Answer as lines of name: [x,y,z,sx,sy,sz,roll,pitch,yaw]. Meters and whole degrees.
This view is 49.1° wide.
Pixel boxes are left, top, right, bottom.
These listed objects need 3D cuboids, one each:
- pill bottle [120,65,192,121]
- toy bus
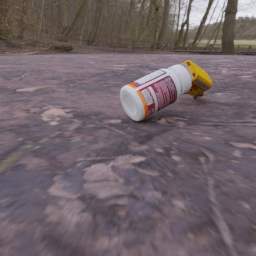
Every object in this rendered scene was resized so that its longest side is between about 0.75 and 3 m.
pill bottle: [0.792,-1.017,7.745,1.865,1.022,1.022,-28,28,-22]
toy bus: [2.243,-1.601,9.573,0.861,0.716,2.200,-31,-18,26]
